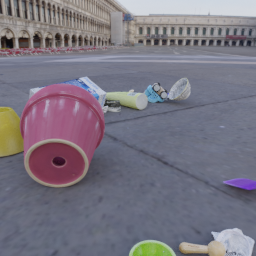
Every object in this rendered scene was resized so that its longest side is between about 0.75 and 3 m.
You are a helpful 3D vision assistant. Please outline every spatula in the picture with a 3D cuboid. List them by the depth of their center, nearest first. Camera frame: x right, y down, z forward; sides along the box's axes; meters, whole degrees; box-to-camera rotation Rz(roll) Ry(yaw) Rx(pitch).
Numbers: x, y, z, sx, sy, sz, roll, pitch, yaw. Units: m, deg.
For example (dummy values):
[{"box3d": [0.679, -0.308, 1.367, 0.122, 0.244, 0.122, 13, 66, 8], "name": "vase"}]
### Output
[{"box3d": [2.894, 1.449, 5.442, 0.639, 0.233, 2.263, -6, 22, -28], "name": "spatula"}]

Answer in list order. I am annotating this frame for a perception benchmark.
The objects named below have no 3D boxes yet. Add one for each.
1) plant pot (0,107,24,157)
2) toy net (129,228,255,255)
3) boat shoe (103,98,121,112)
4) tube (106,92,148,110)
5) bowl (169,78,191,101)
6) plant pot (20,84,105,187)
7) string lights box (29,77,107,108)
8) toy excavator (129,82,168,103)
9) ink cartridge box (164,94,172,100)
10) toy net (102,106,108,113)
[{"box3d": [-3.789, 0.021, 8.257, 1.636, 1.161, 1.636, 0, 16, 0], "name": "plant pot"}, {"box3d": [1.125, 1.864, 3.927, 2.174, 0.420, 1.141, -9, 20, -27], "name": "toy net"}, {"box3d": [-1.100, -1.138, 12.772, 1.739, 0.554, 0.615, 9, 20, 26], "name": "boat shoe"}, {"box3d": [-0.270, -1.430, 13.600, 2.902, 0.842, 0.753, 17, 62, 48], "name": "tube"}, {"box3d": [2.633, -1.755, 13.633, 0.590, 1.257, 1.257, 35, 7, -22], "name": "bowl"}, {"box3d": [-1.580, 0.264, 6.601, 2.083, 2.083, 1.864, -2, 33, -5], "name": "plant pot"}, {"box3d": [-2.394, -1.194, 11.452, 1.432, 0.822, 2.788, 41, 42, 26], "name": "string lights box"}, {"box3d": [0.994, -1.666, 14.100, 1.558, 1.602, 0.800, 44, 16, -9], "name": "toy excavator"}, {"box3d": [2.239, -1.682, 14.989, 0.877, 0.190, 0.869, -9, 21, -20], "name": "ink cartridge box"}, {"box3d": [-1.354, -0.611, 11.719, 0.791, 0.291, 1.508, -23, 0, 35], "name": "toy net"}]
